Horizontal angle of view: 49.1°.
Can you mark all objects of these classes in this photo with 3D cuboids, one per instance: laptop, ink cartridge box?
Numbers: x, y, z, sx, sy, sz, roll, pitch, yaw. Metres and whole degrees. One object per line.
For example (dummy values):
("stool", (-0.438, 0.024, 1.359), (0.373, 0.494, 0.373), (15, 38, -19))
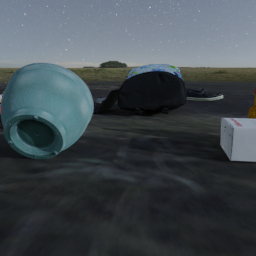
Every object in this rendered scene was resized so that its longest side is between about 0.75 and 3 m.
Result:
("laptop", (-1.145, -1.081, 10.784), (1.701, 0.878, 1.507), (4, 11, 17))
("ink cartridge box", (2.492, 0.197, 5.065), (1.456, 0.616, 1.052), (3, 12, 9))

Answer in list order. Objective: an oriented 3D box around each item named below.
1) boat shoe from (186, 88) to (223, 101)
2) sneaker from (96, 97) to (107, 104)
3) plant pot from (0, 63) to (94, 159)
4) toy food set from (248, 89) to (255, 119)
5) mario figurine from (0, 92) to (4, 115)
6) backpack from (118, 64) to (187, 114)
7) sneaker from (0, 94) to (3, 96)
("boat shoe", (3.947, -1.806, 14.930), (2.163, 0.673, 0.807), (6, 11, 23))
("sneaker", (-1.134, -1.358, 13.578), (0.811, 0.306, 0.462), (-4, 14, -6))
("plant pot", (-1.511, -0.163, 4.982), (1.663, 1.663, 1.114), (0, 38, 2))
("toy food set", (3.684, -0.110, 5.213), (1.229, 1.158, 2.574), (-10, 15, -42))
("mario figurine", (-4.210, -0.798, 8.830), (1.949, 1.033, 1.203), (-20, 56, -41))
("backpack", (1.090, -1.534, 10.722), (2.436, 2.296, 2.986), (-3, -3, 17))
("sneaker", (-5.205, -1.272, 12.607), (1.513, 0.571, 0.861), (-3, 10, -45))
